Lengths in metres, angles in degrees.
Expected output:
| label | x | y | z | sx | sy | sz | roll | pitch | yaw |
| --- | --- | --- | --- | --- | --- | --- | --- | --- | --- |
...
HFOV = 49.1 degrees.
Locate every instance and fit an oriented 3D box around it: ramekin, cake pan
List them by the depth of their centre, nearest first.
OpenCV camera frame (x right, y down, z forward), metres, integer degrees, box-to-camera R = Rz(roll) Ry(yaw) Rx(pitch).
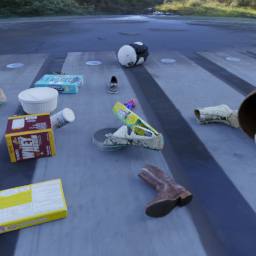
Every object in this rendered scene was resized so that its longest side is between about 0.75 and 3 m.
| label | x | y | z | sx | sy | sz | roll | pitch | yaw |
| --- | --- | --- | --- | --- | --- | --- | --- | --- | --- |
| cake pan | -0.664 | 0.360 | 10.022 | 1.342 | 0.246 | 1.342 | 0 | 28 | 0 |
| ramekin | -3.905 | -1.169 | 12.345 | 1.655 | 0.771 | 1.655 | 1 | 28 | 0 |

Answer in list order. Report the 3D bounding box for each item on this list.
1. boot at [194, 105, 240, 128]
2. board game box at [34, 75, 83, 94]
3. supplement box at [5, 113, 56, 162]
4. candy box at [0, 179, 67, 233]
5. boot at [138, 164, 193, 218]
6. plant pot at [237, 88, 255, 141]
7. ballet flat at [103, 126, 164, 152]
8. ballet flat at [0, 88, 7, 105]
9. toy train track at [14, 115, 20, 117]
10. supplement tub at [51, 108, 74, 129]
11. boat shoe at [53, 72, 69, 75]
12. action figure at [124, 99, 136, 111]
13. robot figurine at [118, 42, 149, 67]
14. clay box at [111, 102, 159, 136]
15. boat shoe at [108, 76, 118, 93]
| label | x | y | z | sx | sy | sz | roll | pitch | yaw |
| --- | --- | --- | --- | --- | --- | --- | --- | --- | --- |
| boot | 3.548 | -0.421 | 11.050 | 1.438 | 0.670 | 1.860 | -5 | 23 | -11 |
| board game box | -3.599 | -2.335 | 14.831 | 2.132 | 0.500 | 1.609 | 2 | 28 | 4 |
| supplement box | -3.243 | 0.274 | 9.414 | 1.415 | 0.952 | 1.434 | -8 | 29 | -15 |
| candy box | -2.814 | 1.966 | 6.891 | 2.462 | 0.325 | 1.258 | -9 | 32 | -16 |
| boot | 0.645 | 1.560 | 7.434 | 1.536 | 0.529 | 1.648 | -4 | 28 | -35 |
| plant pot | 5.320 | -0.880 | 9.995 | 2.182 | 2.182 | 2.334 | 16 | 39 | 28 |
| ballet flat | 0.165 | 0.282 | 9.010 | 1.992 | 0.750 | 0.676 | 4 | 15 | 17 |
| ballet flat | -6.406 | -1.097 | 12.087 | 0.900 | 0.889 | 2.644 | 9 | 29 | 16 |
| toy train track | -4.508 | -0.405 | 11.587 | 0.485 | 0.137 | 0.845 | -23 | 36 | -36 |
| supplement tub | -2.469 | -0.346 | 10.501 | 0.833 | 0.550 | 0.550 | -25 | 14 | 31 |
| boat shoe | -3.940 | -3.150 | 16.577 | 1.060 | 0.317 | 0.379 | 6 | 28 | 10 |
| action figure | 0.047 | -0.965 | 12.436 | 0.496 | 0.392 | 1.515 | 5 | 26 | 15 |
| robot figurine | 0.400 | -4.904 | 18.753 | 1.452 | 1.748 | 2.327 | 39 | 43 | 22 |
| clay box | 0.291 | -0.159 | 9.994 | 1.171 | 0.485 | 2.038 | 36 | 5 | -34 |
| boat shoe | -0.791 | -2.315 | 14.830 | 0.554 | 0.472 | 1.656 | -1 | 28 | -2 |
